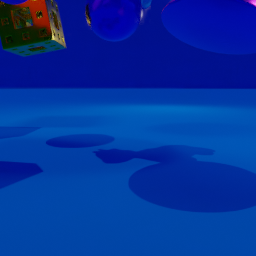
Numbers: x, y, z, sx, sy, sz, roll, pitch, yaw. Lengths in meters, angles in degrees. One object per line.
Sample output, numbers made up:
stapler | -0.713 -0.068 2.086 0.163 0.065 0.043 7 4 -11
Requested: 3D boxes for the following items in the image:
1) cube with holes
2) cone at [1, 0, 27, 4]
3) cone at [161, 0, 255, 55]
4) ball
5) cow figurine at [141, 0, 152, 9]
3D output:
cube with holes | -2.538 -2.732 7.398 1.284 1.284 1.284 -10 6 3
cone | -2.655 -2.868 4.659 1.678 1.678 1.685 4 30 23
cone | 1.445 -2.096 3.882 1.584 1.589 1.584 17 -3 1
ball | -0.333 -2.710 6.527 1.330 1.330 1.330 0 9 0
cow figurine | 1.070 -2.866 5.565 1.675 0.934 1.702 8 12 37
